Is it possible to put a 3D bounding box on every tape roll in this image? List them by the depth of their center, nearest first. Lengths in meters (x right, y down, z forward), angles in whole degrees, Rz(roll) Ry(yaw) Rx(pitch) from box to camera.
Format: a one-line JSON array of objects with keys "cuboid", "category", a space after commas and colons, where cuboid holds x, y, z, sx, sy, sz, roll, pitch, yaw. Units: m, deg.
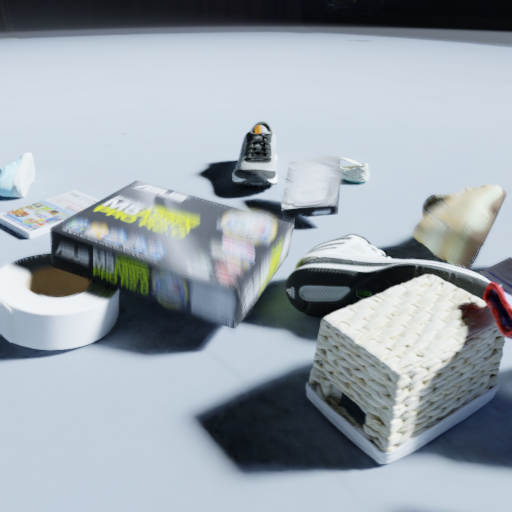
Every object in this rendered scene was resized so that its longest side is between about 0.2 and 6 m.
[{"cuboid": [-2.595, 0.557, 7.309, 1.569, 0.549, 1.569, 9, 27, -5], "category": "tape roll"}]

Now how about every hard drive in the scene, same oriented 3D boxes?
[{"cuboid": [1.063, -1.322, 10.637, 1.032, 0.280, 1.478, -4, 45, 16], "category": "hard drive"}]

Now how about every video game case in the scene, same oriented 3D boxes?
[{"cuboid": [-3.841, -0.817, 10.642, 1.230, 0.155, 1.718, 22, 35, 36], "category": "video game case"}]

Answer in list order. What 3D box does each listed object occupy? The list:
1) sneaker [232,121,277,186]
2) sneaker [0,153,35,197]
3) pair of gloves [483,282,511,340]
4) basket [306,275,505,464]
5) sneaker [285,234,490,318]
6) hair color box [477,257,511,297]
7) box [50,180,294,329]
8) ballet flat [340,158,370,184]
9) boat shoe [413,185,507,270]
[{"cuboid": [-0.004, -2.257, 12.468, 0.981, 1.053, 2.655, 2, 29, 1], "category": "sneaker"}, {"cuboid": [-5.196, -1.773, 11.956, 0.714, 0.645, 1.744, 0, 27, -10], "category": "sneaker"}, {"cuboid": [3.536, 1.506, 4.831, 3.070, 0.435, 3.818, 23, 25, -7], "category": "pair of gloves"}, {"cuboid": [1.603, 1.073, 5.916, 1.835, 1.132, 1.244, -17, 32, -31], "category": "basket"}, {"cuboid": [1.885, 0.179, 7.750, 2.725, 1.029, 1.568, 6, 30, 16], "category": "sneaker"}, {"cuboid": [3.400, 0.481, 7.775, 1.178, 0.382, 0.644, -18, 45, -33], "category": "hair color box"}, {"cuboid": [-1.093, -0.167, 7.908, 2.734, 0.605, 2.190, 17, 30, 14], "category": "box"}, {"cuboid": [1.786, -1.957, 12.479, 1.538, 0.552, 0.552, 9, 29, 19], "category": "ballet flat"}, {"cuboid": [3.238, -0.689, 8.991, 1.111, 1.046, 2.918, 24, 23, 22], "category": "boat shoe"}]
